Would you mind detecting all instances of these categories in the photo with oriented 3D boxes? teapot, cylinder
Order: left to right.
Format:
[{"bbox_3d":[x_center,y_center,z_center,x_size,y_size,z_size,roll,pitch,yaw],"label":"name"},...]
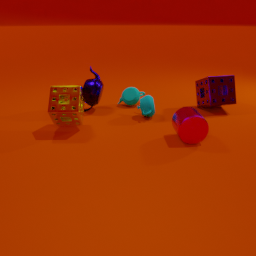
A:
[{"bbox_3d":[-1.194,-1.233,9.026,0.722,1.475,0.917,17,11,0],"label":"teapot"},{"bbox_3d":[0.089,-1.057,9.715,1.050,0.653,0.514,-17,-21,9],"label":"teapot"},{"bbox_3d":[0.546,-0.677,8.590,0.524,0.666,1.071,-8,32,5],"label":"teapot"},{"bbox_3d":[1.541,-0.074,7.011,0.749,0.749,0.749,-2,22,-4],"label":"cylinder"}]

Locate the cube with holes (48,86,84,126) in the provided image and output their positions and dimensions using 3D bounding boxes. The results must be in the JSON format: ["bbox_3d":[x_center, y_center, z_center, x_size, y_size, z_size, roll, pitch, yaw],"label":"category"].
[{"bbox_3d":[-1.621,-0.578,7.469,0.778,0.778,0.778,-1,65,-1],"label":"cube with holes"}]

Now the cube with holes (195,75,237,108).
[{"bbox_3d":[2.855,-1.177,9.175,0.911,0.911,0.911,-5,1,-12],"label":"cube with holes"}]
